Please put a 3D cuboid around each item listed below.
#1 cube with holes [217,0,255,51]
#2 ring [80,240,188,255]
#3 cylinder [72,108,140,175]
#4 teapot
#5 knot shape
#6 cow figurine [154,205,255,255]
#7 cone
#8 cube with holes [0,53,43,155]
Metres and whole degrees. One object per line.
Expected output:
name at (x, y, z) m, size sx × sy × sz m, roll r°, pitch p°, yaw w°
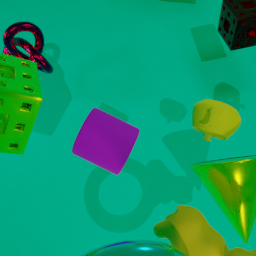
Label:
cube with holes at (2.820, -2.580, 6.802) m, size 0.879 × 0.879 × 0.879 m, roll -13°, pitch 54°, yaw -2°
ring at (-0.003, 2.222, 3.750) m, size 1.987 × 1.987 × 0.397 m, roll -9°, pitch 33°, yaw -3°
cylinder at (-0.386, 0.233, 4.977) m, size 0.912 × 0.912 × 0.912 m, roll 26°, pitch 72°, yaw -1°
teapot at (1.512, -0.098, 4.955) m, size 0.859 × 1.381 × 0.676 m, roll 22°, pitch 86°, yaw 19°
knot shape at (-2.592, -1.998, 7.075) m, size 1.482 × 1.387 × 0.685 m, roll 13°, pitch 42°, yaw 5°
cow figurine at (1.293, 1.852, 4.358) m, size 0.851 × 1.526 × 1.551 m, roll -17°, pitch 72°, yaw -45°
cone at (1.999, 1.324, 5.058) m, size 1.509 × 1.509 × 1.515 m, roll -8°, pitch 84°, yaw -3°
cube with holes at (-2.606, -0.528, 5.419) m, size 1.394 × 1.394 × 1.394 m, roll 10°, pitch 35°, yaw -31°
